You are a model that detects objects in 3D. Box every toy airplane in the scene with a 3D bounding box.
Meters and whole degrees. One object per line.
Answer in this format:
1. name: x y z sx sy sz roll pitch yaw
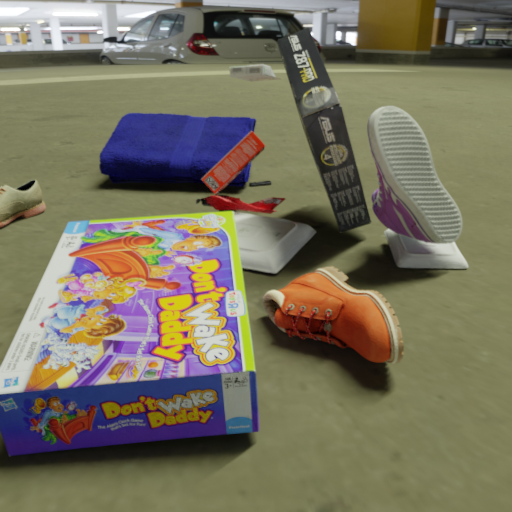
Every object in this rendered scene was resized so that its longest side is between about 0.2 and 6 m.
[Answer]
1. toy airplane: -0.349 -1.134 12.267 1.989 0.366 1.989 3 6 0

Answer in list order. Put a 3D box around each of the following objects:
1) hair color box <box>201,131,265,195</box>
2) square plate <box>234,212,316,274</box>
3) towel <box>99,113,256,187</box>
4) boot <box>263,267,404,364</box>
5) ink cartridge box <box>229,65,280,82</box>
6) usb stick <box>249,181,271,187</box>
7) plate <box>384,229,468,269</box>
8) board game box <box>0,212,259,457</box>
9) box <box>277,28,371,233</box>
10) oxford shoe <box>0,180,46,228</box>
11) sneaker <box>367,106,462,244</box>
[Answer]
1. hair color box: -0.484 -1.971 11.998 1.470 0.450 0.746 -43 4 3
2. square plate: -0.235 -0.390 11.166 2.308 0.331 2.330 10 25 22
3. towel: -2.031 -2.895 15.431 3.949 0.978 2.916 5 41 5
4. boot: 0.988 0.915 7.716 1.301 0.910 2.426 -13 19 -19
5. ink cartridge box: 0.004 -3.886 11.917 0.786 0.245 0.976 5 14 27
6. usb stick: 0.112 -1.915 14.877 0.610 0.099 0.169 -8 32 -18
7. plate: 3.199 -0.202 10.602 1.319 0.214 1.322 1 33 0
8. board game box: -1.488 0.691 7.521 2.691 0.896 4.002 -4 29 -4
9. box: 1.365 -2.413 11.073 0.782 3.186 2.568 -17 49 11
10. oxford shoe: -5.617 -1.106 12.189 0.767 0.800 2.168 12 27 25
11. sneaker: 2.369 -1.320 9.902 0.995 2.745 1.565 -41 25 -18
